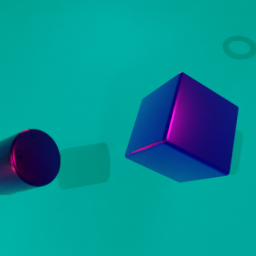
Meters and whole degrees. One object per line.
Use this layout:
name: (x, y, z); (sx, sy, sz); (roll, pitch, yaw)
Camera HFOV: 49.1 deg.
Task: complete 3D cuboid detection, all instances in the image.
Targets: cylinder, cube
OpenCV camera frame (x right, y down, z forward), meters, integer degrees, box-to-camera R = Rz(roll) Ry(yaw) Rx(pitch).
cylinder: (-2.223, 0.721, 5.819); (1.179, 1.179, 1.179); (-19, 61, 32)
cube: (0.972, 0.081, 5.152); (1.361, 1.361, 1.361); (27, 64, -19)
